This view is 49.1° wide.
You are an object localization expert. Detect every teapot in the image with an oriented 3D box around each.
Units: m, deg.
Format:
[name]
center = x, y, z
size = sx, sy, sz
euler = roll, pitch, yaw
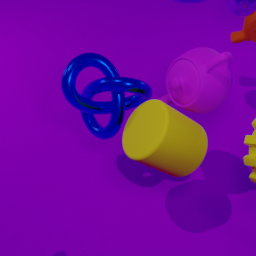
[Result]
[teapot]
center = 1.188, -0.844, 5.302
size = 0.981, 2.003, 1.246
euler = -10, 76, -32

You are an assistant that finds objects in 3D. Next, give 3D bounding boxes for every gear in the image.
[gear]
center = 2.800, 0.429, 5.197
size = 1.506, 0.279, 1.506
euler = -1, 92, -26

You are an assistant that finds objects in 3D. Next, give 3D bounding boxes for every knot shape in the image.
[knot shape]
center = -0.511, -0.533, 5.784
size = 1.800, 1.685, 0.832
euler = 18, 35, -7

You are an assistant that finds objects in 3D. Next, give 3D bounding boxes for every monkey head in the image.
[monkey head]
center = 3.343, -2.780, 7.476
size = 1.185, 0.992, 1.647
euler = -7, 50, 19

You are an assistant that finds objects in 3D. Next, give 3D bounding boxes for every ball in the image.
[ball]
center = 2.661, -2.963, 6.394
size = 0.802, 0.802, 0.802
euler = 0, 59, 0

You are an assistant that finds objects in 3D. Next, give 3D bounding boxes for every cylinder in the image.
[cylinder]
center = 0.679, 0.213, 5.210
size = 1.144, 1.144, 1.144
euler = 26, 51, -34

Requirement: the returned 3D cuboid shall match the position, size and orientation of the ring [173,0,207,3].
[ring]
center = 1.624, -3.465, 7.251
size = 1.114, 1.114, 0.223
euler = 3, 100, 2
